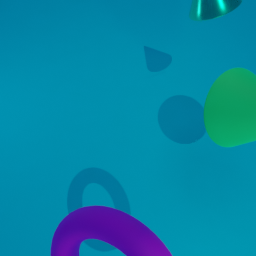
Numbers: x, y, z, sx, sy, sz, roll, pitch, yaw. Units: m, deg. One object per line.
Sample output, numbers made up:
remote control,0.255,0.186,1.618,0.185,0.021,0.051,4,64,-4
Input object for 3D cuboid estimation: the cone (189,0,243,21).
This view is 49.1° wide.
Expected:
cone,1.549,-2.789,5.326,1.047,1.051,1.047,-18,37,14

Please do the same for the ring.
ring,-0.209,1.982,3.674,2.038,2.038,0.408,37,29,18

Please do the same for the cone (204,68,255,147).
cone,2.531,-0.234,4.999,1.629,1.629,1.635,-34,25,-17
